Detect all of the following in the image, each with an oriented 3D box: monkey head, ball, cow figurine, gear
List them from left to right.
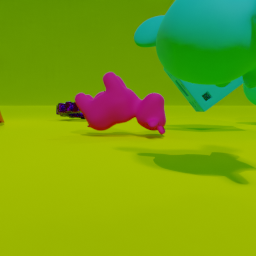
[{"bbox_3d":[-1.702,-0.642,10.424,1.852,0.342,1.852,0,-6,0],"label":"gear"},{"bbox_3d":[-0.076,-0.297,5.215,1.504,1.480,0.825,-33,-6,11],"label":"cow figurine"},{"bbox_3d":[0.759,-0.867,2.271,0.918,1.096,1.523,21,-3,-33],"label":"monkey head"},{"bbox_3d":[4.045,-1.248,8.117,1.315,1.315,1.315,0,5,0],"label":"ball"}]

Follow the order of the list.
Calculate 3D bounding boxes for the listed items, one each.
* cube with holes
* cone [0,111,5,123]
[{"bbox_3d":[1.803,-1.347,6.453,1.397,1.397,1.397,-38,-1,7],"label":"cube with holes"},{"bbox_3d":[-4.119,-0.473,8.132,1.597,1.597,1.603,2,-21,17],"label":"cone"}]
